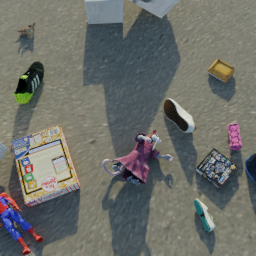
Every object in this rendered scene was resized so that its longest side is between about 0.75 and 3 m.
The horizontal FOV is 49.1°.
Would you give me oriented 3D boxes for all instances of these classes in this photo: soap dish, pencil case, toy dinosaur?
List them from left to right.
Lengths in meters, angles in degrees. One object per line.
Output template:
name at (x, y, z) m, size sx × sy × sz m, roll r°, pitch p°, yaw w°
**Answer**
toy dinosaur at (-4.193, -4.030, 11.544) m, size 0.857 × 0.368 × 0.581 m, roll 1°, pitch 51°, yaw 18°
soap dish at (3.535, -2.189, 10.582) m, size 0.851 × 0.346 × 0.670 m, roll 36°, pitch 68°, yaw 16°
pencil case at (3.531, 0.283, 9.316) m, size 0.405 × 0.393 × 0.865 m, roll -5°, pitch 60°, yaw 15°

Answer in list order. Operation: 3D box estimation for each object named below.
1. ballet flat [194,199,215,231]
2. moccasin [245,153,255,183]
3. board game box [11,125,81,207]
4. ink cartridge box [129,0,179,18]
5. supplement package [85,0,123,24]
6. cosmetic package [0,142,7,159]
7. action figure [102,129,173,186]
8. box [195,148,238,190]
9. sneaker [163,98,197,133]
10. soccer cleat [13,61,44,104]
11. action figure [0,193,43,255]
ballet flat at (2.256, 2.524, 8.227) m, size 0.338 × 0.338 × 0.972 m, roll -18°, pitch 69°, yaw -9°
moccasin at (4.524, 1.841, 8.209) m, size 1.052 × 0.891 × 2.614 m, roll -37°, pitch 69°, yaw -17°
board game box at (-2.601, 1.136, 8.791) m, size 1.626 × 0.497 × 2.147 m, roll -19°, pitch 64°, yaw -9°
ink cartridge box at (0.539, -6.057, 11.331) m, size 2.827 × 1.199 × 2.059 m, roll 14°, pitch 56°, yaw -36°
supplement package at (-0.979, -5.190, 11.666) m, size 1.498 × 1.137 × 1.129 m, roll -3°, pitch 63°, yaw -2°
cosmetic package at (-5.586, 0.957, 7.863) m, size 2.765 × 1.705 × 2.774 m, roll 22°, pitch 65°, yaw 10°
action figure at (0.413, 0.855, 8.872) m, size 1.485 × 1.336 × 1.994 m, roll -8°, pitch 37°, yaw 45°
box at (2.807, 1.274, 8.873) m, size 0.962 × 0.241 × 0.969 m, roll 40°, pitch 69°, yaw 18°
sneaker at (1.785, -0.399, 9.665) m, size 0.658 × 0.566 × 1.554 m, roll 6°, pitch 42°, yaw -41°
soccer cleat at (-3.553, -1.757, 10.124) m, size 0.635 × 0.762 × 1.880 m, roll 12°, pitch 63°, yaw 6°
action figure at (-3.430, 2.548, 8.073) m, size 2.301 × 0.595 × 0.753 m, roll 39°, pitch 72°, yaw 21°
